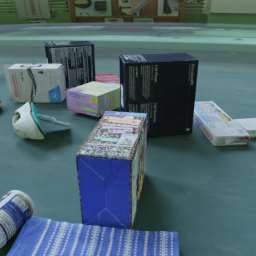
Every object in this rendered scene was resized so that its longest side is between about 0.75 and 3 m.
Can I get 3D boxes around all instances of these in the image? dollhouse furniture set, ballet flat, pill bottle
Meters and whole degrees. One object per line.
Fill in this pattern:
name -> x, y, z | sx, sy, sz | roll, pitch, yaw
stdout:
dollhouse furniture set -> 0.375, -1.947, 3.795 | 0.643, 1.122, 1.316 | -34, 9, -40
ballet flat -> -2.983, -0.128, 8.270 | 0.843, 0.843, 2.428 | -10, 23, -20
pill bottle -> -2.121, 1.583, 4.625 | 0.614, 0.614, 1.106 | 9, 27, 19

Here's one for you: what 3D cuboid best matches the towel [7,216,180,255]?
towel -> -0.553, 2.074, 3.947 | 2.611, 0.311, 1.890 | 3, 26, 7

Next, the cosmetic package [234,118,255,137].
cosmetic package -> 3.833, -0.020, 8.446 | 1.052, 0.272, 0.793 | -3, 23, -8

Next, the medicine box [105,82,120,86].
medicine box -> -0.616, -1.456, 11.229 | 0.903, 0.510, 0.992 | 9, 26, 18

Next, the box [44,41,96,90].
box -> -2.494, -2.704, 12.198 | 1.946, 1.961, 1.209 | -8, 26, -18

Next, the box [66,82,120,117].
box -> -1.133, -1.051, 9.822 | 1.338, 0.736, 1.522 | 14, 25, 28

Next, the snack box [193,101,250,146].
snack box -> 2.687, -0.241, 8.833 | 0.997, 0.337, 2.774 | -3, 25, -5

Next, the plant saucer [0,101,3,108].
plant saucer -> -5.211, -0.688, 9.925 | 1.474, 0.236, 1.474 | 1, 25, 0

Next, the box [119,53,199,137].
box -> 0.816, -0.962, 8.167 | 2.024, 2.222, 1.157 | -3, 24, -7

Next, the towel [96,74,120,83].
towel -> -0.928, -2.175, 13.123 | 1.401, 0.218, 1.937 | -8, 28, -21

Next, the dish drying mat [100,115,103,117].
dish drying mat -> -1.076, -0.583, 9.840 | 1.379, 0.126, 0.530 | 16, 29, 33

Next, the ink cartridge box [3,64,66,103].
ink cartridge box -> -3.693, -1.720, 10.785 | 2.351, 1.364, 0.798 | 0, 26, 3

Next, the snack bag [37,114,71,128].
snack bag -> -2.143, -0.189, 8.196 | 0.970, 0.104, 0.915 | 15, -9, -9

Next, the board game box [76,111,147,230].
board game box -> -0.205, 0.719, 5.408 | 0.914, 1.505, 1.888 | 4, 25, 10
